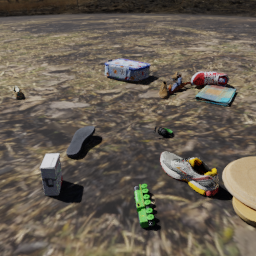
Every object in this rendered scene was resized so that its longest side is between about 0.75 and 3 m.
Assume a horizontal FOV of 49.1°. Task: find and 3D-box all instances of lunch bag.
[{"bbox_3d":[-0.042,-3.417,16.184,2.480,0.937,1.987,20,32,31],"label":"lunch bag"}]

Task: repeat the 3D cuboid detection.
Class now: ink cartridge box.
[{"bbox_3d":[-2.018,1.222,7.447,0.384,0.921,0.668,-1,28,-1],"label":"ink cartridge box"}]

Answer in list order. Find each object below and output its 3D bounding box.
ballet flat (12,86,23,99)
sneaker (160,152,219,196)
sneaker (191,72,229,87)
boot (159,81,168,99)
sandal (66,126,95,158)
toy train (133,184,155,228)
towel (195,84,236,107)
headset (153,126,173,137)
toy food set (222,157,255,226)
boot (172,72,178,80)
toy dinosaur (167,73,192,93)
[{"bbox_3d":[-5.389,-1.807,13.661,0.456,0.422,1.294,-13,31,-28],"label":"ballet flat"},{"bbox_3d":[1.722,1.078,7.859,0.751,0.793,1.930,-24,35,-37],"label":"sneaker"},{"bbox_3d":[4.376,-2.515,14.656,2.085,0.743,1.172,-15,28,-30],"label":"sneaker"},{"bbox_3d":[1.746,-1.878,13.710,0.456,0.468,1.240,5,38,1],"label":"boot"},{"bbox_3d":[-1.612,0.482,9.546,0.634,0.357,1.666,3,37,21],"label":"sandal"},{"bbox_3d":[0.379,1.884,6.922,0.388,0.287,1.375,-11,28,1],"label":"toy train"},{"bbox_3d":[4.286,-1.648,13.573,1.581,0.234,2.156,15,32,25],"label":"towel"},{"bbox_3d":[1.266,0.089,10.155,0.808,0.379,0.499,-4,25,-31],"label":"headset"},{"bbox_3d":[3.641,1.533,7.248,2.294,0.564,2.317,-3,28,-5],"label":"toy food set"},{"bbox_3d":[2.683,-3.005,16.064,0.341,0.332,0.903,-3,28,17],"label":"boot"},{"bbox_3d":[2.514,-2.183,14.168,1.532,0.804,1.390,15,49,6],"label":"toy dinosaur"}]
